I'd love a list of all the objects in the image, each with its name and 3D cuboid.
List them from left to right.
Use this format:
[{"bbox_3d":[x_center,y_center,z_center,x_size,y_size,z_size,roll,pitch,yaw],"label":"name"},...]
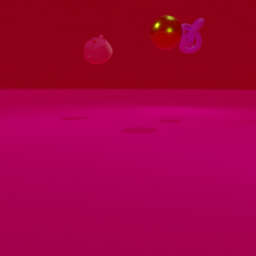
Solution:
[{"bbox_3d":[-1.284,-3.185,11.429,1.205,0.949,1.938,0,47,14],"label":"teapot"},{"bbox_3d":[1.179,-2.955,8.700,1.016,1.016,1.016,0,9,0],"label":"ball"},{"bbox_3d":[2.487,-3.637,10.802,0.653,1.322,1.413,30,1,30],"label":"knot shape"}]
